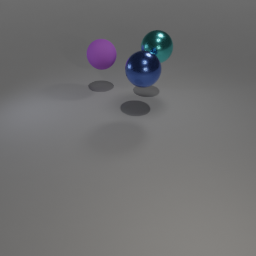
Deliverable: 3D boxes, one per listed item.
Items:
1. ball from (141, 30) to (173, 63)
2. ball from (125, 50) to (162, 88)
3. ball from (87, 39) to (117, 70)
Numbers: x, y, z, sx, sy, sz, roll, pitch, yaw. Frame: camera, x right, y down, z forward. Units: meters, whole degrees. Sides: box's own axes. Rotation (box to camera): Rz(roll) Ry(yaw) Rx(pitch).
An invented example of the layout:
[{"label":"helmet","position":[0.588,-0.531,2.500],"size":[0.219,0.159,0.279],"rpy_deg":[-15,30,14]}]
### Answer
[{"label":"ball","position":[1.246,-3.491,12.088],"size":[1.400,1.400,1.400],"rpy_deg":[0,32,0]},{"label":"ball","position":[0.587,-2.261,10.781],"size":[1.400,1.400,1.400],"rpy_deg":[0,32,0]},{"label":"ball","position":[-1.239,-3.456,13.167],"size":[1.400,1.400,1.400],"rpy_deg":[0,32,0]}]
